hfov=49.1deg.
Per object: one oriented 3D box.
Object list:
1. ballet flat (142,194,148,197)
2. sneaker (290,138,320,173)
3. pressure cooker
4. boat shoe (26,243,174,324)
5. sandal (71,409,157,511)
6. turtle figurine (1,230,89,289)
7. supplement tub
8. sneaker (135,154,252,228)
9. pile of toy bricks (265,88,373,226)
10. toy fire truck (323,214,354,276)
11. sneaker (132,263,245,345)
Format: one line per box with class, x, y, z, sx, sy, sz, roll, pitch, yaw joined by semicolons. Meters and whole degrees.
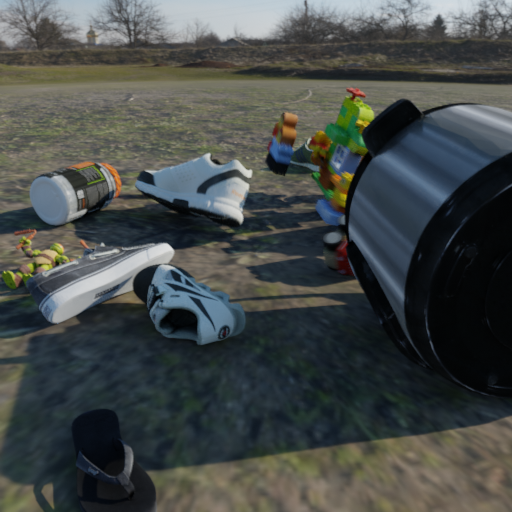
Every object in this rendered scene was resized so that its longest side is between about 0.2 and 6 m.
ballet flat;-2.254;-1.732;14.518;1.533;0.569;0.569;-3;22;-3
sneaker;1.668;-3.250;17.556;0.676;0.905;2.017;-12;25;-26
pressure cooker;2.882;-0.312;7.364;3.198;3.149;3.580;0;25;-9
boat shoe;-2.401;0.195;8.860;2.459;0.882;0.833;-29;72;-41
sandal;-1.465;1.973;5.399;0.649;0.366;1.707;-12;25;-28
turtle figurine;-3.791;0.111;9.771;1.613;0.520;1.301;18;35;9
supplement tub;-4.082;-1.493;12.878;1.172;1.172;1.913;11;24;25
sneaker;-1.350;-1.566;12.310;3.335;1.334;1.229;17;-6;39
pile of toy bricks;1.931;-2.472;12.295;2.564;2.281;4.621;9;28;-21
toy fire truck;2.119;-0.098;9.911;1.504;0.967;1.323;23;58;31
sneaker;-1.234;0.686;8.019;2.105;0.780;0.932;17;25;37
